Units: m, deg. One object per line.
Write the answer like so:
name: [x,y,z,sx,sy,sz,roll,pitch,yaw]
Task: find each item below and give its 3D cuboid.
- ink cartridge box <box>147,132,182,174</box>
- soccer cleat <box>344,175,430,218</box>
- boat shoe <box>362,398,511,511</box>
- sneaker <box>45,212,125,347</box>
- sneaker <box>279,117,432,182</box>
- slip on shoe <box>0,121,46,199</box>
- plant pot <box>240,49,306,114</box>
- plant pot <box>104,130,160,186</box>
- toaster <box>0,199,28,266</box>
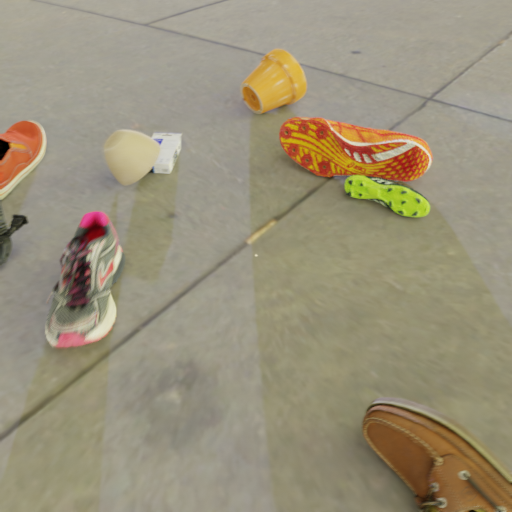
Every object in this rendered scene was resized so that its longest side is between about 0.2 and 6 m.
ink cartridge box: [-2.159,-2.366,12.799,0.715,0.282,1.438,3,41,7]
soccer cleat: [2.672,-1.279,11.276,1.818,0.614,0.737,23,33,26]
boat shoe: [2.237,2.622,6.195,2.741,0.986,0.932,30,47,31]
sneaker: [-2.785,0.358,8.925,1.066,0.988,2.645,-4,40,-2]
sneaker: [2.122,-2.316,12.302,3.331,1.216,1.285,16,25,9]
slip on shoe: [-5.447,-2.266,12.180,1.129,0.932,3.047,2,38,5]
plant pot: [0.351,-4.408,14.564,1.309,1.430,1.430,-39,51,-17]
plant pot: [-2.705,-2.173,11.700,1.167,0.784,1.167,-24,44,26]
toaster: [-5.570,-0.311,9.156,1.968,1.731,3.047,14,36,20]
